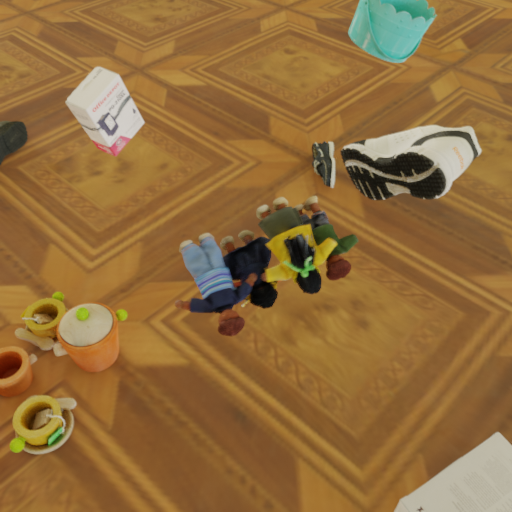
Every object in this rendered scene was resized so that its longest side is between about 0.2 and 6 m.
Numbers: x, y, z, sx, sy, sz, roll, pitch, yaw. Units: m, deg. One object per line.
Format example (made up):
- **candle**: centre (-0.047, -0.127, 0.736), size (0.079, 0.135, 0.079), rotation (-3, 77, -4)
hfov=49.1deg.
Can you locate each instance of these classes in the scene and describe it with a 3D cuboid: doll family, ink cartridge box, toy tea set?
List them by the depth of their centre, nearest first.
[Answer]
- **doll family**: centre (0.089, 0.089, 4.466), size (1.518, 0.596, 0.878), rotation (-27, 66, 4)
- **toy tea set**: centre (-3.143, 1.592, 7.746), size (1.785, 1.111, 3.002), rotation (14, 48, 13)
- **ink cartridge box**: centre (-2.210, -2.124, 8.300), size (0.441, 1.045, 0.757), rotation (26, 70, 24)

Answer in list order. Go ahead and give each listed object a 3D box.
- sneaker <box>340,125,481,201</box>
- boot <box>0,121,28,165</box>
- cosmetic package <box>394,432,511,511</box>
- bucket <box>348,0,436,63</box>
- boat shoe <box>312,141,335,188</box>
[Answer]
- **sneaker**: centre (1.931, -1.229, 7.243), size (0.889, 0.820, 2.223), rotation (-36, 24, -15)
- **boot**: centre (-6.069, -2.298, 11.889), size (1.442, 0.747, 2.207), rotation (11, 39, 17)
- **cosmetic package**: centre (2.945, 3.394, 6.386), size (1.667, 0.571, 2.210), rotation (-22, 50, -22)
- **bucket**: centre (2.054, -3.593, 8.614), size (1.210, 0.788, 1.210), rotation (13, 45, -13)
- **boat shoe**: centre (1.373, -1.873, 11.525), size (0.454, 0.570, 1.507), rotation (3, 34, 1)
